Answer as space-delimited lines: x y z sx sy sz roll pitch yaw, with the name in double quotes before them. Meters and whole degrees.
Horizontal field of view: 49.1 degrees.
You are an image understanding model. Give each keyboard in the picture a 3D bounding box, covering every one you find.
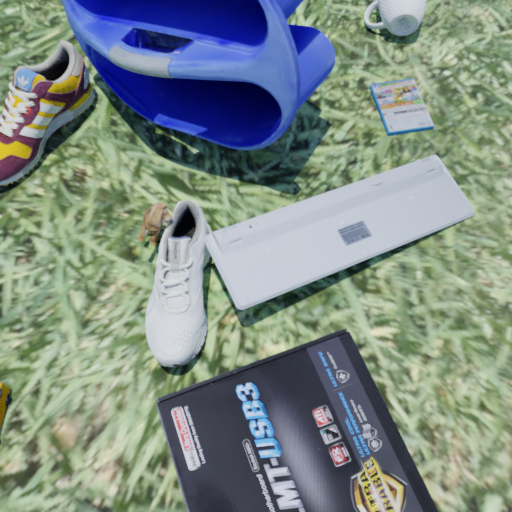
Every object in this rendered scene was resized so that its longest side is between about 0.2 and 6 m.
"keyboard" 1.556 -0.524 9.449 4.793 0.256 1.349 -21 77 -20

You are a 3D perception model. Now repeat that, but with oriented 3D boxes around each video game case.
"video game case" 2.907 -3.003 11.257 0.940 0.117 1.313 -9 62 -4

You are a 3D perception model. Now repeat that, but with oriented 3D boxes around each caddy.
"caddy" -1.140 -3.832 9.501 5.158 3.646 2.707 23 56 31

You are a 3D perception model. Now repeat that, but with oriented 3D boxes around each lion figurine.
"lion figurine" -1.694 -0.581 9.312 0.422 1.164 0.713 17 96 -17

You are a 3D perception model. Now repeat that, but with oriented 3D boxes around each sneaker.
"sneaker" -1.271 0.361 8.830 1.028 1.202 2.760 1 63 1
"sneaker" -4.294 -2.695 10.365 1.144 1.376 3.054 25 65 13

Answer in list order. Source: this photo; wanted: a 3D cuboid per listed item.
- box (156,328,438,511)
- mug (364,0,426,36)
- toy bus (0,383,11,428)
"box" 0.502 2.920 7.717 3.043 0.762 3.066 -17 63 -10
"mug" 2.994 -5.364 12.133 1.351 0.998 1.185 -11 62 29
"toy bus" -3.972 2.451 8.165 0.456 0.379 1.166 2 62 2
